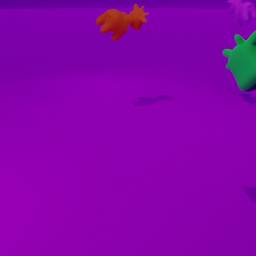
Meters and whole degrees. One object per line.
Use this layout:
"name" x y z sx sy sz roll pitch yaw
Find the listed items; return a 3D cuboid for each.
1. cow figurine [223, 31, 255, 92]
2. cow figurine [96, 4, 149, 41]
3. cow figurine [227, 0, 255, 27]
"cow figurine" 2.017 -0.875 3.671 1.312 0.732 1.333 42 64 8
"cow figurine" -0.127 -3.298 8.538 1.347 0.751 1.369 -34 -17 23
"cow figurine" 3.442 -3.624 8.469 0.572 1.025 1.042 -15 4 2
